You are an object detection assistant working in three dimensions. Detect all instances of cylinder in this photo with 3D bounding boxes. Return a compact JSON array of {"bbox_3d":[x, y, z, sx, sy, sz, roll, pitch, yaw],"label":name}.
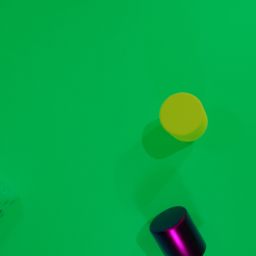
[{"bbox_3d":[1.239,2.706,7.018,1.068,1.068,1.068,-31,96,-6],"label":"cylinder"},{"bbox_3d":[1.511,-0.256,7.515,1.116,1.116,1.116,-4,78,20],"label":"cylinder"}]

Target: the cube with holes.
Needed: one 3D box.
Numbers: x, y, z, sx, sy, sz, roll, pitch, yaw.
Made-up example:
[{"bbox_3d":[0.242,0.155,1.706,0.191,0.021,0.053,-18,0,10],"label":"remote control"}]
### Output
[{"bbox_3d":[-3.914,1.924,7.227,1.267,1.267,1.267,35,80,7],"label":"cube with holes"}]
